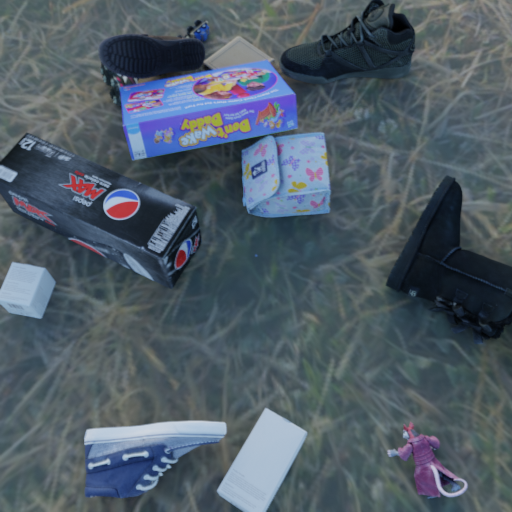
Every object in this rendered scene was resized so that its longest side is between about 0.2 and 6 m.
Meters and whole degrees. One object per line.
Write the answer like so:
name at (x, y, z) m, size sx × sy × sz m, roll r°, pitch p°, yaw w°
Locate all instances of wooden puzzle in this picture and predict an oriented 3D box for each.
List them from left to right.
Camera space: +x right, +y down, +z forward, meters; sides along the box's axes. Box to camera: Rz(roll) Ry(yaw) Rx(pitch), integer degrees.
wooden puzzle at (-0.414, -4.502, 13.078) m, size 1.294 × 0.241 × 1.197 m, roll 39°, pitch 69°, yaw 23°

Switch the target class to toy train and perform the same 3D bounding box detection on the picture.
toy train at (-1.746, -4.927, 13.219) m, size 0.460 × 0.343 × 2.010 m, roll 35°, pitch 68°, yaw 13°

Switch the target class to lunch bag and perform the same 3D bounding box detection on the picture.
lunch bag at (0.567, -1.578, 11.068) m, size 1.699 × 1.080 × 1.441 m, roll -4°, pitch 64°, yaw 6°

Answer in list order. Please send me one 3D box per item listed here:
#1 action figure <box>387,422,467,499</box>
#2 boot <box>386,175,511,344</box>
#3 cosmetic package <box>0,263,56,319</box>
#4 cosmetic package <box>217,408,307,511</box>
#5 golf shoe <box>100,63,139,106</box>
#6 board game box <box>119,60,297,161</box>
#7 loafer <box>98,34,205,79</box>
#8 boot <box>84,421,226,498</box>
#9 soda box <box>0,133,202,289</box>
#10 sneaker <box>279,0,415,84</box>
action figure at (2.594, 3.182, 8.736) m, size 0.786 × 0.874 × 1.173 m, roll -25°, pitch 79°, yaw -6°
boot at (3.876, 0.045, 10.252) m, size 2.214 × 1.000 × 2.702 m, roll 26°, pitch 73°, yaw 15°
cosmetic package at (-4.146, 0.629, 10.144) m, size 0.643 × 0.639 × 0.768 m, roll 10°, pitch 64°, yaw 5°
cosmetic package at (0.108, 3.258, 8.778) m, size 0.788 × 0.621 × 1.464 m, roll 29°, pitch 65°, yaw 16°
golf shoe at (-3.080, -4.097, 12.722) m, size 0.729 × 0.639 × 1.656 m, roll -15°, pitch 67°, yaw -27°
board game box at (-1.054, -3.063, 11.510) m, size 3.305 × 0.740 × 2.222 m, roll -12°, pitch 37°, yaw -6°
loafer at (-2.335, -4.390, 12.291) m, size 2.436 × 0.890 × 0.865 m, roll -11°, pitch 28°, yaw -35°
boot at (-1.561, 3.161, 8.721) m, size 2.293 × 0.834 × 1.036 m, roll -8°, pitch 71°, yaw 11°
soda box at (-2.954, -0.856, 10.515) m, size 3.791 × 1.342 × 1.201 m, roll 25°, pitch 65°, yaw 13°
sneaker at (2.030, -4.760, 12.366) m, size 3.059 × 1.752 × 1.169 m, roll -2°, pitch 61°, yaw 1°
